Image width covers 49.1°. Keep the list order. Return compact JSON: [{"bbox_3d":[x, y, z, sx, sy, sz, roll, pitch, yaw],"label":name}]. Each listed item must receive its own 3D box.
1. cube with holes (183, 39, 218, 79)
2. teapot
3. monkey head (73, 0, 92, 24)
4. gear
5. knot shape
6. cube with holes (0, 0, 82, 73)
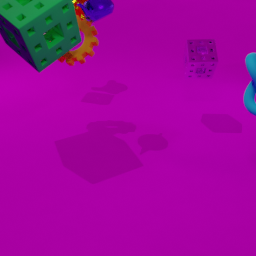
[{"bbox_3d":[2.082,-1.990,8.150,0.804,0.804,0.804,-1,65,3],"label":"cube with holes"},{"bbox_3d":[-0.775,-2.961,6.824,0.781,0.615,1.256,-10,24,40],"label":"teapot"},{"bbox_3d":[-1.882,-4.400,10.334,1.245,1.730,1.042,4,53,12],"label":"monkey head"},{"bbox_3d":[-1.514,-2.434,7.798,1.370,1.370,0.253,7,-8,12],"label":"gear"},{"bbox_3d":[2.880,-0.885,5.403,1.244,1.329,0.614,-9,-5,-4],"label":"knot shape"},{"bbox_3d":[-2.144,-2.478,6.494,1.377,1.377,1.377,40,70,19],"label":"cube with holes"}]
